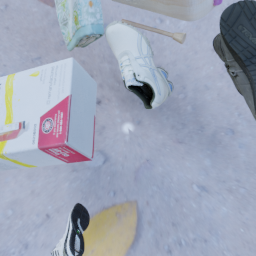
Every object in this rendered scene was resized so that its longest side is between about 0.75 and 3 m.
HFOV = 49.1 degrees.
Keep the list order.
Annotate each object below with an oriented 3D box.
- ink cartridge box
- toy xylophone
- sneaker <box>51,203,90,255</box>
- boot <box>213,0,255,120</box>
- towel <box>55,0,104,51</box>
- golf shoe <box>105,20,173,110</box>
[{"bbox_3d":[-1.973,-0.173,5.698,2.469,1.030,1.792,-10,66,20],"label":"ink cartridge box"},{"bbox_3d":[0.448,-2.683,5.381,2.690,1.969,0.676,28,77,15],"label":"toy xylophone"},{"bbox_3d":[-1.098,1.925,5.070,0.677,1.177,0.444,-39,112,19],"label":"sneaker"},{"bbox_3d":[2.179,-0.690,4.554,0.863,1.664,2.548,-23,83,13],"label":"boot"},{"bbox_3d":[-1.219,-2.971,6.391,0.596,2.477,2.120,-14,102,-21],"label":"towel"},{"bbox_3d":[0.146,-1.237,5.623,1.944,0.761,0.945,49,45,-11],"label":"golf shoe"}]
